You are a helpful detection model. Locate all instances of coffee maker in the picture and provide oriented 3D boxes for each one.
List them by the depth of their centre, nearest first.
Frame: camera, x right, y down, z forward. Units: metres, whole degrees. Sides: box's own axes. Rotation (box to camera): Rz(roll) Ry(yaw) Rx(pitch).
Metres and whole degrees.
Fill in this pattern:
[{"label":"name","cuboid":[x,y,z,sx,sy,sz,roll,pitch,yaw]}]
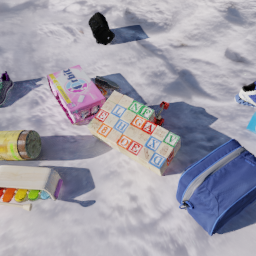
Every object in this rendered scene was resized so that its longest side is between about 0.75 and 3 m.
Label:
[{"label":"coffee maker","cuboid":[-1.342,-4.843,13.243,0.960,1.368,1.425,-24,48,3]}]

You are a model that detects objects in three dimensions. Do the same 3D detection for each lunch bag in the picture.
[{"label":"lunch bag","cuboid":[2.387,1.540,7.540,2.436,1.655,1.612,-28,54,-20]}]

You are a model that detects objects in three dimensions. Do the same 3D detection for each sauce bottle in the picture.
[{"label":"sauce bottle","cuboid":[-4.175,0.573,8.711,2.891,0.935,0.935,-4,48,15]}]

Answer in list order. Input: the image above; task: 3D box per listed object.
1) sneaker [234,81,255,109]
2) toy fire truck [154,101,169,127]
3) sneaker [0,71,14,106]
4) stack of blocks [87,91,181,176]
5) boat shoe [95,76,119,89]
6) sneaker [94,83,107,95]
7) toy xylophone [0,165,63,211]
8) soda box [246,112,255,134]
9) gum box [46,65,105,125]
[{"label":"sneaker","cuboid":[4.904,-1.195,10.359,1.658,0.957,0.670,16,52,13]},{"label":"toy fire truck","cuboid":[1.070,-0.330,9.732,0.268,0.776,1.101,23,53,20]},{"label":"sneaker","cuboid":[-4.990,-1.517,10.815,0.581,0.683,1.562,4,49,4]},{"label":"stack of blocks","cuboid":[0.289,0.123,9.019,2.762,0.809,1.590,29,74,22]},{"label":"boat shoe","cuboid":[-0.857,-1.773,11.337,1.123,0.320,0.375,28,32,17]},{"label":"sneaker","cuboid":[-1.190,-1.532,11.137,0.895,0.326,0.345,39,29,32]},{"label":"toy xylophone","cuboid":[-3.082,1.708,7.992,2.204,0.554,1.614,8,38,9]},{"label":"soda box","cuboid":[5.285,0.159,9.332,2.322,0.745,0.788,33,57,26]},{"label":"gum box","cuboid":[-1.920,-1.244,10.492,1.362,0.794,2.400,-24,53,-21]}]
